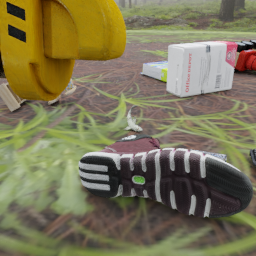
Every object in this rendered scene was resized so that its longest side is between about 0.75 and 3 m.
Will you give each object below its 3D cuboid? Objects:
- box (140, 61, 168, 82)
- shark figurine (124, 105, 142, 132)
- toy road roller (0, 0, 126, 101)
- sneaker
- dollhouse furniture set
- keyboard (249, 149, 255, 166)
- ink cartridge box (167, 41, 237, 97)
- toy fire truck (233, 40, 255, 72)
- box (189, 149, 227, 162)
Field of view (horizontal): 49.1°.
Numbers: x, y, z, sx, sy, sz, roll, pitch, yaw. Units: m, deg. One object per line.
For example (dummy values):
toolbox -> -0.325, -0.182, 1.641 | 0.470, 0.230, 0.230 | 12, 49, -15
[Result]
box -> 1.811, -2.607, 12.893 | 1.511, 0.591, 2.479 | -12, 26, -28
shark figurine -> 0.129, -0.198, 7.414 | 0.492, 0.824, 0.344 | -22, -27, 23
toy road roller -> -0.995, -1.641, 3.176 | 1.945, 2.665, 1.638 | 5, 16, 5
sneaker -> 0.654, 0.559, 4.831 | 2.724, 1.031, 1.573 | 7, 21, 18
dollhouse furniture set -> -2.954, -1.486, 8.872 | 1.923, 1.766, 1.251 | -26, 20, 9
keyboard -> 3.350, 0.616, 5.456 | 1.780, 0.228, 1.069 | 5, 12, 17
ink cartridge box -> 2.721, -2.244, 10.463 | 2.437, 1.764, 1.028 | -11, 25, -24
toy fire truck -> 6.707, -3.407, 13.596 | 2.549, 1.863, 2.896 | -18, 40, -37
box -> 1.554, 0.671, 5.589 | 0.757, 0.186, 0.610 | 8, 23, 19
